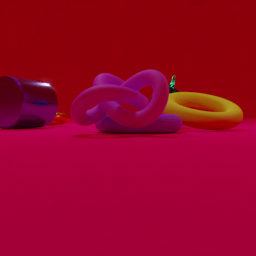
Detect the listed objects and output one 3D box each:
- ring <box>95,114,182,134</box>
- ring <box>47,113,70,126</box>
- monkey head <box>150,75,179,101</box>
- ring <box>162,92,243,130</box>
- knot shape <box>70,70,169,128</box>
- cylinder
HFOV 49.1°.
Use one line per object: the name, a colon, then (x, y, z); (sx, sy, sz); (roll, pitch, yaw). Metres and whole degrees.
ring: (0.214, -0.098, 5.846); (1.810, 0.362, 1.810); (0, 2, 0)
ring: (-2.822, -0.293, 9.910); (1.504, 0.301, 1.504); (-4, -5, 0)
monkey head: (1.238, -0.837, 8.802); (1.098, 1.822, 1.311); (36, -8, 9)
ring: (1.817, -0.469, 7.061); (2.055, 0.411, 2.055); (5, 22, -2)
knot shape: (-0.034, -0.518, 4.858); (1.587, 0.784, 1.696); (3, 25, 33)
cylinder: (-2.892, -0.674, 7.748); (1.367, 1.367, 1.367); (1, 2, 24)
